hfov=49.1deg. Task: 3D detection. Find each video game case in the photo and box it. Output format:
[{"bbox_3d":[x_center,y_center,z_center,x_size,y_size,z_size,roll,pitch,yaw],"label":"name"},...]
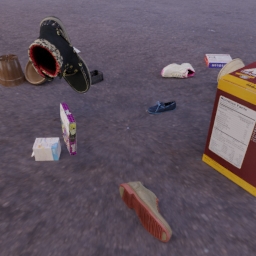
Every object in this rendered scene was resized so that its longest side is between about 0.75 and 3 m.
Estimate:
[{"bbox_3d":[-1.620,0.009,7.597,0.202,1.022,1.127,-8,33,-21],"label":"video game case"}]

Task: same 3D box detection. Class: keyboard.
[{"bbox_3d":[-4.157,-4.169,16.107,2.883,0.154,0.811,-28,45,-32],"label":"keyboard"}]

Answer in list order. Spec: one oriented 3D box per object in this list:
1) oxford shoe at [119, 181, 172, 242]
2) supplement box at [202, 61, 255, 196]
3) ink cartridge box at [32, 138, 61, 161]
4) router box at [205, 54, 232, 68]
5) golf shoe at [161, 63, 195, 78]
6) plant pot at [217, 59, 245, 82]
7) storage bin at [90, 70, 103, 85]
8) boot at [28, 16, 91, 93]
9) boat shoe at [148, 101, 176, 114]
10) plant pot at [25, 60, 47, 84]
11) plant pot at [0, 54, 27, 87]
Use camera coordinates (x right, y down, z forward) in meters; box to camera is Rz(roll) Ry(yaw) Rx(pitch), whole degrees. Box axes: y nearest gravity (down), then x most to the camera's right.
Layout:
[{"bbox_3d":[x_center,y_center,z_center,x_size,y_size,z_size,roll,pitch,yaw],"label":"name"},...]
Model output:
[{"bbox_3d":[0.568,2.009,7.227,0.745,0.702,1.993,-16,40,-29],"label":"oxford shoe"},{"bbox_3d":[4.129,-0.229,8.309,2.938,2.979,1.978,-25,43,-30],"label":"supplement box"},{"bbox_3d":[-2.684,0.690,9.134,0.861,0.539,0.554,-1,36,-2],"label":"ink cartridge box"},{"bbox_3d":[4.943,-3.646,15.241,1.309,0.320,1.175,3,36,4],"label":"router box"},{"bbox_3d":[2.511,-2.782,13.829,1.720,0.648,0.787,-13,41,-16],"label":"golf shoe"},{"bbox_3d":[4.969,-2.152,12.508,1.399,1.399,1.281,-16,51,-21],"label":"plant pot"},{"bbox_3d":[-1.675,-2.445,13.539,0.869,0.407,0.587,-29,46,-33],"label":"storage bin"},{"bbox_3d":[-2.034,-1.829,8.624,0.983,2.723,2.057,-17,36,11],"label":"boot"},{"bbox_3d":[1.382,-0.908,11.430,1.192,0.409,0.502,-15,39,-19],"label":"boat shoe"},{"bbox_3d":[-4.182,-2.738,13.478,1.418,1.418,0.654,17,-2,22],"label":"plant pot"},{"bbox_3d":[-5.593,-2.765,13.297,1.225,1.213,1.225,-1,37,0],"label":"plant pot"}]
